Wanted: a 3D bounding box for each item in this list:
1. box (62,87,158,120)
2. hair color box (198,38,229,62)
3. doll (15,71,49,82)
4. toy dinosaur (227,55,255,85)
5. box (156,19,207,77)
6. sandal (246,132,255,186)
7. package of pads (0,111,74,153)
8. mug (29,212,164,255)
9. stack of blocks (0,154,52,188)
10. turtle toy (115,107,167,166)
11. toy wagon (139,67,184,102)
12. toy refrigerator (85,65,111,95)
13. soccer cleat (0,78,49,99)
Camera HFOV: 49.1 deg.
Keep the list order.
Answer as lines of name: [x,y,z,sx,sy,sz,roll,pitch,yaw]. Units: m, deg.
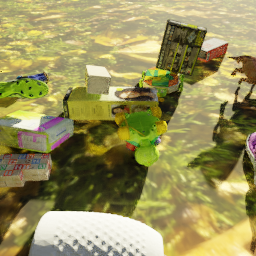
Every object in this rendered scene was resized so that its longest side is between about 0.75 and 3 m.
box: [-0.537,-0.814,9.147,2.975,0.746,1.120,-1,32,1]
hair color box: [3.894,-3.743,13.367,1.799,0.551,0.913,-27,44,-33]
doll: [-3.898,-1.815,10.867,1.578,0.382,1.076,-20,40,-26]
toy dinosaur: [4.680,-2.152,10.403,0.871,2.029,1.375,-45,10,-15]
box: [1.940,-2.942,10.441,1.465,1.829,0.405,12,38,1]
sandal: [3.653,0.755,7.153,0.982,0.593,2.413,7,37,9]
package of pads: [-2.674,0.071,7.787,1.882,0.642,1.454,9,19,13]
mug: [-0.413,2.392,4.274,1.859,1.565,2.120,1,66,3]
stack of blocks: [-2.642,1.037,6.932,1.343,0.393,0.773,-1,36,-3]
turtle toy: [0.385,0.212,7.603,1.335,0.926,1.831,-9,38,-2]
toy wagon: [1.283,-1.720,10.697,1.669,0.426,2.151,6,36,8]
toy refrigerator: [-1.008,-1.541,8.977,0.669,0.616,1.761,3,21,-13]
soccer cleat: [-3.200,-1.193,8.345,1.834,0.619,0.743,-1,17,5]
